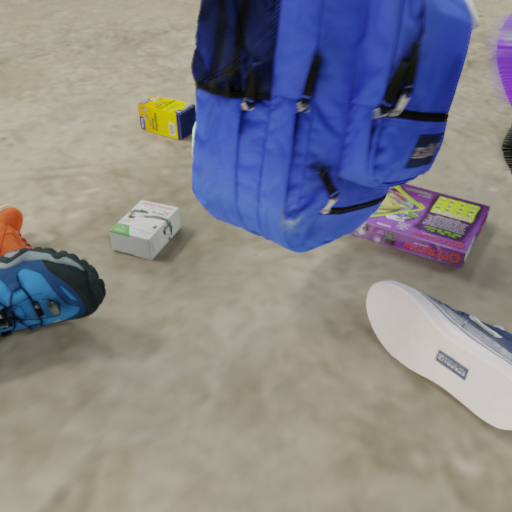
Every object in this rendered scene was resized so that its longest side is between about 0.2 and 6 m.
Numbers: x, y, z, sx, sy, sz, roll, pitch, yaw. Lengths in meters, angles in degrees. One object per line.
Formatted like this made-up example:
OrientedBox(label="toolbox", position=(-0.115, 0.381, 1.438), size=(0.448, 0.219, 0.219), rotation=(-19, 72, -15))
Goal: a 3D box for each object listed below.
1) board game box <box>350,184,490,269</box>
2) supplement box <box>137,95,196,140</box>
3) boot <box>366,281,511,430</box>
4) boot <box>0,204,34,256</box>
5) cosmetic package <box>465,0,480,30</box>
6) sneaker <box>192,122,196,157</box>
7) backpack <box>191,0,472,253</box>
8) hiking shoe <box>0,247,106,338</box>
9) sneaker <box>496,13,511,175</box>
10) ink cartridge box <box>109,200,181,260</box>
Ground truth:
OrientedBox(label="board game box", position=(2.632, -0.785, 10.361), size=(2.871, 0.464, 1.723), rotation=(21, 38, 25))
OrientedBox(label="supplement box", position=(-2.126, -3.328, 13.445), size=(1.239, 0.679, 0.675), rotation=(19, 41, 24))
OrientedBox(label="boot", position=(2.750, 1.190, 7.489), size=(1.225, 0.987, 2.713), rotation=(-5, 34, -35))
OrientedBox(label="boot", position=(-4.040, -0.099, 9.253), size=(1.071, 0.750, 1.998), rotation=(3, 44, -4))
OrientedBox(label="cosmetic package", position=(3.179, -4.267, 9.228), size=(0.466, 1.307, 0.663), rotation=(-23, 60, 33))
OrientedBox(label="sneaker", position=(-0.005, -2.871, 11.746), size=(3.132, 1.153, 1.847), rotation=(-28, 30, 20))
OrientedBox(label="backpack", position=(0.776, -1.842, 7.155), size=(3.034, 3.616, 2.938), rotation=(29, 28, 35))
OrientedBox(label="hiking shoe", position=(-3.767, 0.853, 7.647), size=(3.477, 1.293, 1.507), rotation=(-6, 41, 9))
OrientedBox(label="sneaker", position=(3.520, -1.436, 6.649), size=(1.210, 3.481, 1.731), rotation=(-54, 28, -3))
OrientedBox(label="ink cartridge box", position=(-1.932, -0.480, 9.881), size=(0.806, 0.465, 1.103), rotation=(13, 39, 16))
